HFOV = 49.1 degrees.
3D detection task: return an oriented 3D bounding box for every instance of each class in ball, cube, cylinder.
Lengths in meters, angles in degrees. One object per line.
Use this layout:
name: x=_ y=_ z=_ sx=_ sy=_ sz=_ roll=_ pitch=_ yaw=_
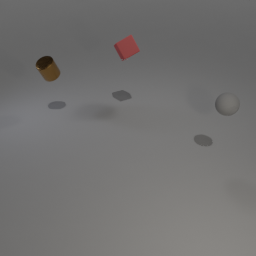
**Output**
ball: x=2.954 y=-0.709 z=8.329 sx=0.700 sy=0.700 sz=0.700 roll=0 pitch=32 yaw=0
cube: x=-0.056 y=-3.117 z=10.933 sx=0.700 sy=0.700 sz=0.700 roll=-31 pitch=14 yaw=-4
cylinder: x=-3.027 y=-2.244 z=10.630 sx=0.700 sy=0.700 sz=0.700 roll=-6 pitch=59 yaw=10
